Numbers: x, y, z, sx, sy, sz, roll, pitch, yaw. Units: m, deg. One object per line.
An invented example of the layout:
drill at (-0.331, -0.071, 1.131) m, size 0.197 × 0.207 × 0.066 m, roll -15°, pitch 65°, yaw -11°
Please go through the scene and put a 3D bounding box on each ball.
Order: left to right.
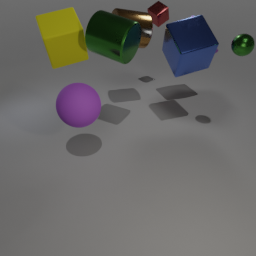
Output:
ball at (-1.540, -0.710, 8.761) m, size 1.400 × 1.400 × 1.400 m, roll 0°, pitch 31°, yaw 0°
ball at (3.679, -2.655, 8.971) m, size 0.700 × 0.700 × 0.700 m, roll 0°, pitch 31°, yaw 0°

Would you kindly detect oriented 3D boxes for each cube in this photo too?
cube at (-2.381, -3.278, 10.237) m, size 1.400 × 1.400 × 1.400 m, roll -18°, pitch 58°, yaw -10°
cube at (1.408, -5.271, 12.955) m, size 0.700 × 0.700 × 0.700 m, roll -39°, pitch 62°, yaw -9°
cube at (2.181, -2.929, 10.122) m, size 1.400 × 1.400 × 1.400 m, roll -17°, pitch 68°, yaw -7°
cube at (2.860, -3.732, 12.351) m, size 1.400 × 1.400 × 1.400 m, roll 13°, pitch 50°, yaw -52°

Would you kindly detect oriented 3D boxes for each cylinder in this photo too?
cylinder at (-0.473, -3.011, 9.317) m, size 1.400 × 1.400 × 1.400 m, roll 25°, pitch 38°, yaw 17°
cylinder at (0.074, -3.970, 11.232) m, size 1.400 × 1.400 × 1.400 m, roll -1°, pitch 30°, yaw -22°
